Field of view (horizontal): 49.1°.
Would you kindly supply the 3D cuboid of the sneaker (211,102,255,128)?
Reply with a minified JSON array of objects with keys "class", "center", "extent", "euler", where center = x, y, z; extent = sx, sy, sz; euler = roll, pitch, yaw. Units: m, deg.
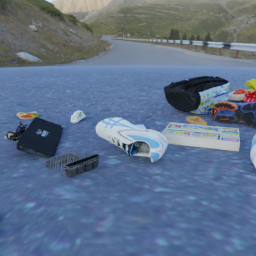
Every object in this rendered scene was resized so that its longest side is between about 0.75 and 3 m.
[{"class":"sneaker","center":[4.939,-0.633,11.471],"extent":[2.851,1.074,1.118],"euler":[16,17,38]}]

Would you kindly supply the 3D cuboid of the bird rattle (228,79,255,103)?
[{"class":"bird rattle","center":[6.781,-1.826,16.159],"extent":[1.913,1.322,2.346],"euler":[-3,25,33]}]

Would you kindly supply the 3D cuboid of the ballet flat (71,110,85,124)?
[{"class":"ballet flat","center":[-2.155,-0.543,12.172],"extent":[0.451,0.451,1.299],"euler":[2,16,9]}]

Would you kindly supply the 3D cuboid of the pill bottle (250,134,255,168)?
[{"class":"pill bottle","center":[3.683,0.616,7.349],"extent":[0.848,0.848,1.559],"euler":[8,19,25]}]

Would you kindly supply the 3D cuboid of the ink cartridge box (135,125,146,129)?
[{"class":"ink cartridge box","center":[0.327,0.218,9.589],"extent":[0.647,0.382,1.125],"euler":[-2,16,-8]}]

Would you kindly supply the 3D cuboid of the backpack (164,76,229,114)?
[{"class":"backpack","center":[3.590,-1.648,13.660],"extent":[2.810,2.160,2.292],"euler":[-30,26,-21]}]

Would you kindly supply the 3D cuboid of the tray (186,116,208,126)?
[{"class":"tray","center":[2.842,-0.262,11.619],"extent":[0.521,0.195,1.055],"euler":[-2,15,-7]}]

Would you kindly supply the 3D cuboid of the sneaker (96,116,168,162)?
[{"class":"sneaker","center":[-0.057,0.314,8.188],"extent":[2.483,0.892,0.900],"euler":[15,46,34]}]

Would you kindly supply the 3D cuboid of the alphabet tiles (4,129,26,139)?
[{"class":"alphabet tiles","center":[-3.474,0.187,10.287],"extent":[1.505,0.057,1.808],"euler":[11,20,33]}]

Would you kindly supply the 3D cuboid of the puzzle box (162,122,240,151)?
[{"class":"puzzle box","center":[2.486,0.248,9.603],"extent":[2.497,0.317,1.661],"euler":[6,18,18]}]

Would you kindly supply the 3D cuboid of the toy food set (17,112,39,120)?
[{"class":"toy food set","center":[-4.483,-0.581,12.662],"extent":[0.906,0.220,0.897],"euler":[15,21,43]}]

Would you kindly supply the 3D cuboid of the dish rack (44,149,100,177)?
[{"class":"dish rack","center":[-1.525,0.864,7.405],"extent":[1.355,0.370,1.039],"euler":[15,21,42]}]

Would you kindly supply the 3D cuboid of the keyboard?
[{"class":"keyboard","center":[-3.041,0.335,9.250],"extent":[1.505,0.573,2.892],"euler":[22,13,-12]}]
